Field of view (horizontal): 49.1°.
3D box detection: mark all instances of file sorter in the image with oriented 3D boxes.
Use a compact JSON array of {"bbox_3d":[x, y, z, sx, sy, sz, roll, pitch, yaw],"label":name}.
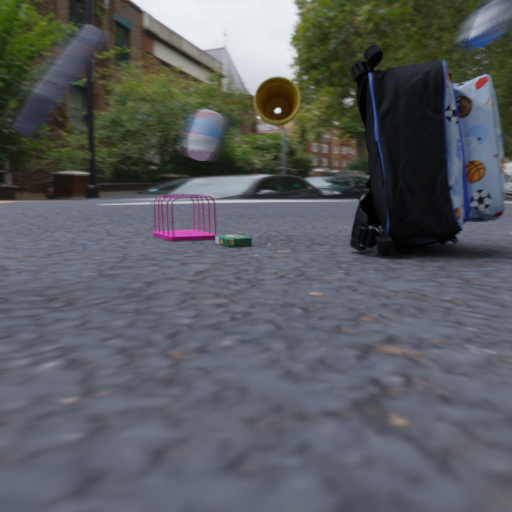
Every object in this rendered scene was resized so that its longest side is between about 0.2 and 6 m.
[{"bbox_3d":[-1.637,-0.889,12.687,1.079,0.973,1.552,-4,8,-25],"label":"file sorter"}]

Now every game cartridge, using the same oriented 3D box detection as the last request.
[{"bbox_3d":[-2.314,-2.067,6.577,0.252,1.315,0.853,38,-36,-26],"label":"game cartridge"}]

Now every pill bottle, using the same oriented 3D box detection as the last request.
[{"bbox_3d":[-1.127,-2.614,12.191,0.565,1.040,0.565,12,-26,6],"label":"pill bottle"}]

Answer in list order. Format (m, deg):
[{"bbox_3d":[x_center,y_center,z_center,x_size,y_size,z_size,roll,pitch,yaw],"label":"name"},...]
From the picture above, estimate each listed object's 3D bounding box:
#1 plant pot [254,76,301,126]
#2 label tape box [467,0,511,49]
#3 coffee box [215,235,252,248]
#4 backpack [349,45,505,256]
[{"bbox_3d":[0.503,-3.540,13.173,1.083,1.083,1.019,0,0,3],"label":"plant pot"},{"bbox_3d":[3.869,-3.937,9.106,0.285,0.900,0.649,25,-9,-13],"label":"label tape box"},{"bbox_3d":[-0.460,-0.297,11.125,0.520,0.186,0.845,-3,7,-22],"label":"coffee box"},{"bbox_3d":[3.123,-1.728,10.511,2.736,3.552,3.383,0,-2,9],"label":"backpack"}]
